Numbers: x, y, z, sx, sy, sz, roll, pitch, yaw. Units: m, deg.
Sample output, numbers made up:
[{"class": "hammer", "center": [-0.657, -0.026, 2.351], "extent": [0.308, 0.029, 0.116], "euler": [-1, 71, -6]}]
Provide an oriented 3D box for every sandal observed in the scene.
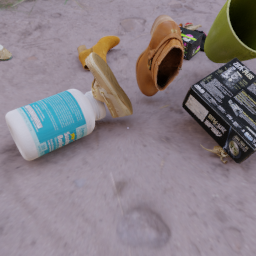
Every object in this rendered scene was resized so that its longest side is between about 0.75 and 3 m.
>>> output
[{"class": "sandal", "center": [3.209, -3.900, 12.153], "extent": [0.614, 0.369, 1.636], "euler": [-6, 47, -5]}]

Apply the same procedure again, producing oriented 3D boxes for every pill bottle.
[{"class": "pill bottle", "center": [-1.938, -0.225, 7.931], "extent": [2.580, 1.429, 1.429], "euler": [-26, 52, -25]}]

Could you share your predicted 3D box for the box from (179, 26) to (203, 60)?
[{"class": "box", "center": [2.212, -3.510, 11.487], "extent": [1.308, 0.813, 0.971], "euler": [28, 53, 25]}]

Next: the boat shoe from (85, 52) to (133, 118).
[{"class": "boat shoe", "center": [-0.642, -1.050, 7.880], "extent": [0.790, 2.285, 0.842], "euler": [-22, 42, 15]}]

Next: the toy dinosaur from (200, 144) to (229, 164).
[{"class": "toy dinosaur", "center": [2.606, 0.688, 7.907], "extent": [1.194, 0.347, 0.604], "euler": [-3, 36, -23]}]

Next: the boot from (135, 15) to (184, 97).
[{"class": "boot", "center": [0.846, -1.612, 7.996], "extent": [1.016, 2.757, 2.133], "euler": [3, 41, -6]}]

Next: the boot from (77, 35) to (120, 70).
[{"class": "boot", "center": [-1.011, -2.925, 11.129], "extent": [1.912, 0.673, 1.369], "euler": [-19, 55, -11]}]

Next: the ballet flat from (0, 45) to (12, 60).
[{"class": "ballet flat", "center": [-5.597, -3.275, 11.398], "extent": [1.893, 0.618, 0.667], "euler": [18, 50, 16]}]

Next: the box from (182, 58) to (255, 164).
[{"class": "box", "center": [3.054, -0.534, 7.843], "extent": [1.924, 1.012, 2.350], "euler": [-34, 70, -21]}]

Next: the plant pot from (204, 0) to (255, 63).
[{"class": "plant pot", "center": [3.472, -2.991, 9.048], "extent": [2.108, 2.253, 2.108], "euler": [2, 83, -14]}]

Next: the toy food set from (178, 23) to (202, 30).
[{"class": "toy food set", "center": [2.439, -4.580, 12.747], "extent": [1.615, 0.254, 1.027], "euler": [-27, 39, -23]}]
